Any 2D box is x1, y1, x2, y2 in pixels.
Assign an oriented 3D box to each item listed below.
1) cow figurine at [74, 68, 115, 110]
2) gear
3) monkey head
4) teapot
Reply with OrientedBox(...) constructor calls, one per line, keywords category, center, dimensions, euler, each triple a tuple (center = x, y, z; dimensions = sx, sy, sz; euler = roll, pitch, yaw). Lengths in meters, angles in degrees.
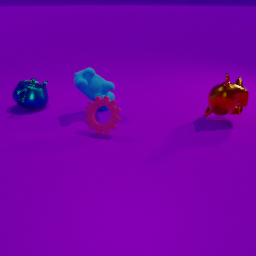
OrientedBox(category="cow figurine", center=(-1.138, -1.279, 9.407), dimensions=(1.736, 0.953, 1.708), euler=(36, -10, -26))
OrientedBox(category="gear", center=(-0.728, -0.372, 8.063), dimensions=(1.078, 1.078, 0.199), euler=(8, 1, 15))
OrientedBox(category="monkey head", center=(3.111, -1.072, 8.847), dimensions=(1.145, 1.900, 1.367), euler=(14, 55, 1))
OrientedBox(category="teapot", center=(-3.396, -1.293, 9.985), dimensions=(1.241, 0.977, 1.996), euler=(20, 20, 7))
